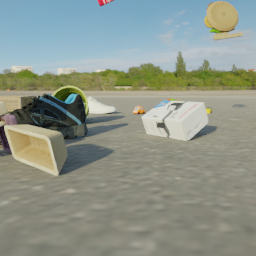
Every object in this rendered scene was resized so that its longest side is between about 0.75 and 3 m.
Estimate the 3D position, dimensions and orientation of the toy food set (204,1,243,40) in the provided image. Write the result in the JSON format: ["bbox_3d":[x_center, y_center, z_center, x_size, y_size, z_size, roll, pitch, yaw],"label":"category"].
[{"bbox_3d":[3.335,-3.988,10.088,1.283,1.859,0.373,-9,-10,-8],"label":"toy food set"}]

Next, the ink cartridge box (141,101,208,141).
[{"bbox_3d":[1.173,-0.227,7.072,0.971,0.560,1.338,-36,28,-32],"label":"ink cartridge box"}]

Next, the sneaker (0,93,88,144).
[{"bbox_3d":[-2.189,-0.244,6.436,2.695,1.104,0.987,-8,11,-42],"label":"sneaker"}]

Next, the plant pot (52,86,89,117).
[{"bbox_3d":[-1.901,-0.704,9.865,1.329,1.329,1.262,1,-3,6],"label":"plant pot"}]

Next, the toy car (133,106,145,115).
[{"bbox_3d":[0.396,-0.920,13.781,0.610,0.414,1.244,-3,9,-20],"label":"toy car"}]

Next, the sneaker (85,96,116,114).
[{"bbox_3d":[-1.570,-1.124,13.724,2.010,0.851,0.732,3,7,8],"label":"sneaker"}]

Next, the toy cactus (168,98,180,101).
[{"bbox_3d":[1.874,-0.839,12.735,1.348,0.835,1.633,-25,22,-26],"label":"toy cactus"}]

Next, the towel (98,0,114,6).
[{"bbox_3d":[-0.296,-3.631,6.898,1.212,0.876,0.136,-17,-5,19],"label":"towel"}]

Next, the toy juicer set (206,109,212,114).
[{"bbox_3d":[3.666,-0.950,14.269,1.241,0.338,0.790,4,9,31],"label":"toy juicer set"}]

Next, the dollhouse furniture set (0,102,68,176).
[{"bbox_3d":[-2.111,0.040,3.990,2.139,1.695,1.518,10,28,39],"label":"dollhouse furniture set"}]

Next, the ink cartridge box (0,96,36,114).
[{"bbox_3d":[-4.976,-0.847,11.314,2.049,0.934,2.487,-2,8,-4],"label":"ink cartridge box"}]
